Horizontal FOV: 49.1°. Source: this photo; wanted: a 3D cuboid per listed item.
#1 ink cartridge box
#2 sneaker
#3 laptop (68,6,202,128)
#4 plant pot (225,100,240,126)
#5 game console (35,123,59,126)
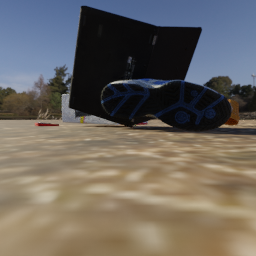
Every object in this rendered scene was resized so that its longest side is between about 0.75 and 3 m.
[{"bbox_3d":[-0.748,-0.620,9.219,2.369,1.014,1.748,2,3,38],"label":"ink cartridge box"},{"bbox_3d":[0.830,-0.649,6.031,2.707,1.025,1.043,13,24,16],"label":"sneaker"},{"bbox_3d":[0.170,-1.595,7.515,2.869,2.686,1.663,17,31,4],"label":"laptop"},{"bbox_3d":[3.493,-0.561,9.676,0.773,0.708,0.773,18,-15,5],"label":"plant pot"},{"bbox_3d":[-2.726,-0.126,9.394,0.695,0.122,0.786,-1,3,-26],"label":"game console"}]
